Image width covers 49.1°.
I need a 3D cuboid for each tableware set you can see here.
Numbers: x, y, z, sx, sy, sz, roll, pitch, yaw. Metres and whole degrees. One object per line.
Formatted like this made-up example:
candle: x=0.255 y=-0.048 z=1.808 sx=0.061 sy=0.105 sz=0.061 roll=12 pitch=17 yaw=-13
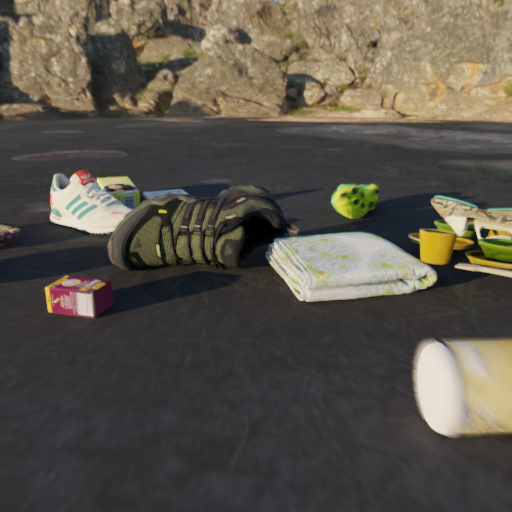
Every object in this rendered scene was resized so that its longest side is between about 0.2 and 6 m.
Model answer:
tableware set: x=4.223 y=-0.363 z=10.749 sx=2.787 sy=0.635 sz=4.138 roll=11 pitch=14 yaw=33

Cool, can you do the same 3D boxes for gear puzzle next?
gear puzzle: x=-6.403 y=-0.451 z=12.432 sx=2.506 sy=0.328 sz=1.298 roll=11 pitch=23 yaw=38

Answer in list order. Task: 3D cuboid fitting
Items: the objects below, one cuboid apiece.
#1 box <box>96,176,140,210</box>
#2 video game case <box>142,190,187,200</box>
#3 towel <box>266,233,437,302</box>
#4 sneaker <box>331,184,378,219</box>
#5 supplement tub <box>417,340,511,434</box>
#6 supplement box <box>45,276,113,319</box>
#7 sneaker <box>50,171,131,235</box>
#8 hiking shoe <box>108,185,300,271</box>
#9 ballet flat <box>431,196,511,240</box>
box: x=-3.912 y=-1.742 z=15.808 sx=0.945 sy=0.629 sz=2.510 roll=-6 pitch=18 yaw=-20
video game case: x=-2.661 y=-1.779 z=16.697 sx=1.225 sy=0.145 sz=1.115 roll=-7 pitch=19 yaw=-22
towel: x=1.601 y=0.172 z=10.025 sx=2.457 sy=0.592 sz=2.103 roll=-5 pitch=22 yaw=-14
sneaker: x=2.461 y=-1.440 z=14.678 sx=0.958 sy=0.849 sz=2.294 roll=3 pitch=10 yaw=31
supplement tub: x=2.417 y=1.338 z=5.775 sx=1.284 sy=0.927 sz=0.927 roll=-2 pitch=18 yaw=-1
supplement box: x=-2.760 y=0.636 z=8.755 sx=0.852 sy=0.439 sz=0.557 roll=5 pitch=19 yaw=16
sneaker: x=-3.958 y=-1.323 z=13.367 sx=2.824 sy=1.320 sz=0.994 roll=12 pitch=21 yaw=34
hiking shoe: x=-0.979 y=-0.423 z=10.426 sx=3.470 sy=1.314 sz=1.747 roll=-19 pitch=31 yaw=-18
ballet flat: x=4.585 y=-0.702 z=11.495 sx=2.065 sy=0.777 sz=0.700 roll=12 pitch=-8 yaw=18
